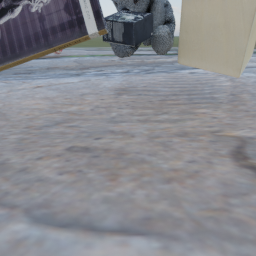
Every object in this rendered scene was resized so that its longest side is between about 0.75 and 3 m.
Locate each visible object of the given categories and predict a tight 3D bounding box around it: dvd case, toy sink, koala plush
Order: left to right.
[{"bbox_3d":[-1.594,-1.720,3.851,2.357,1.753,0.188,-17,-9,9],"label":"dvd case"},{"bbox_3d":[0.230,-3.637,8.252,2.093,2.169,2.360,3,-27,32],"label":"koala plush"},{"bbox_3d":[2.634,-3.211,7.712,1.918,2.943,1.649,20,48,26],"label":"toy sink"}]

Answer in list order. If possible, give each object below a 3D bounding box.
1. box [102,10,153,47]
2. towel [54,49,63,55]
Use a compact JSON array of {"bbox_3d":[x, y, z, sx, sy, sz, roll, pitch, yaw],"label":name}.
[{"bbox_3d":[-0.001,-2.565,7.154,0.974,0.614,0.990,19,41,26],"label":"box"},{"bbox_3d":[-2.390,-3.606,9.318,1.840,2.515,0.376,4,44,-54],"label":"towel"}]
